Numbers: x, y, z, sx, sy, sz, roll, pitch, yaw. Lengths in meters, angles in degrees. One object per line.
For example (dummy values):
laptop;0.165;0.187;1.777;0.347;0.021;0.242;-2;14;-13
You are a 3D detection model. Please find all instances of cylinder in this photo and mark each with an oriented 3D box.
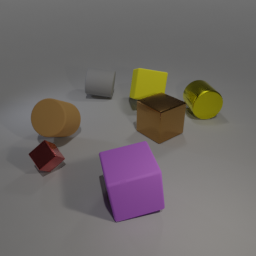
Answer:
cylinder;-2.698;-0.357;10.631;1.400;1.400;1.400;7;1;13
cylinder;-1.425;-2.368;14.505;1.400;1.400;1.400;9;30;-1
cylinder;3.389;-1.310;12.795;1.400;1.400;1.400;-4;30;-7

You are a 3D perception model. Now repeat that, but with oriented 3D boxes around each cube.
cube;1.304;-0.444;11.264;1.400;1.400;1.400;-21;36;-33
cube;0.094;1.432;7.684;1.400;1.400;1.400;-14;34;-6
cube;-2.623;0.924;9.091;0.700;0.700;0.700;-41;72;0
cube;0.942;-2.024;13.351;1.400;1.400;1.400;7;8;-10
